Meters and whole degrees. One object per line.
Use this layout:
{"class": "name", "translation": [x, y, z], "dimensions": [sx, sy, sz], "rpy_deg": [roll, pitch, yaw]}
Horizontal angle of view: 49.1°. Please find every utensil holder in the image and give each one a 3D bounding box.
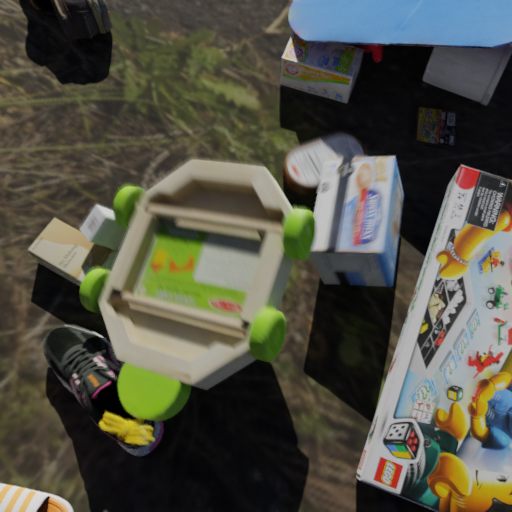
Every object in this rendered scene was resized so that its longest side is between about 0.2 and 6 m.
{"class": "utensil holder", "translation": [4.027, -3.646, 10.740], "dimensions": [1.325, 1.126, 1.126], "rpy_deg": [24, 68, 12]}

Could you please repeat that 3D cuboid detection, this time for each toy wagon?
{"class": "toy wagon", "translation": [-1.020, 0.586, 7.956], "dimensions": [3.199, 0.816, 4.123], "rpy_deg": [11, 75, 28]}

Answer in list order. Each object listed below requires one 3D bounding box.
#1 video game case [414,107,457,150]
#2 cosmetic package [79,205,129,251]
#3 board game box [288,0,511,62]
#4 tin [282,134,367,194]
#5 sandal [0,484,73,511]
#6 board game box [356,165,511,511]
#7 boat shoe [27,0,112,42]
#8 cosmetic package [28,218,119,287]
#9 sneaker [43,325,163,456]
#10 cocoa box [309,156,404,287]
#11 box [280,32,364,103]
{"class": "video game case", "translation": [3.444, -2.448, 10.738], "dimensions": [0.765, 0.108, 0.846], "rpy_deg": [10, 67, 4]}
{"class": "cosmetic package", "translation": [-2.307, -0.413, 9.211], "dimensions": [0.366, 1.028, 0.521], "rpy_deg": [43, 101, 32]}
{"class": "board game box", "translation": [3.430, -4.698, 11.022], "dimensions": [5.561, 1.083, 4.394], "rpy_deg": [14, 51, 29]}
{"class": "tin", "translation": [1.264, -1.710, 10.299], "dimensions": [1.619, 0.339, 0.907], "rpy_deg": [-21, 63, -9]}
{"class": "sandal", "translation": [-3.724, 3.562, 7.658], "dimensions": [2.350, 0.673, 0.900], "rpy_deg": [11, 66, 5]}
{"class": "board game box", "translation": [3.701, 1.403, 8.080], "dimensions": [3.095, 0.849, 4.903], "rpy_deg": [19, 77, 10]}
{"class": "boat shoe", "translation": [-4.290, -5.723, 11.651], "dimensions": [1.199, 1.218, 3.271], "rpy_deg": [-34, 68, -14]}
{"class": "cosmetic package", "translation": [-2.952, 0.054, 9.359], "dimensions": [1.452, 0.516, 0.764], "rpy_deg": [26, 68, 12]}
{"class": "sneaker", "translation": [-2.274, 1.841, 8.235], "dimensions": [2.384, 1.029, 0.958], "rpy_deg": [39, 73, 16]}
{"class": "cocoa box", "translation": [1.668, -0.554, 9.094], "dimensions": [1.185, 1.205, 1.807], "rpy_deg": [2, 63, 24]}
{"class": "box", "translation": [1.253, -3.692, 10.960], "dimensions": [1.440, 0.730, 0.810], "rpy_deg": [19, 66, 8]}
